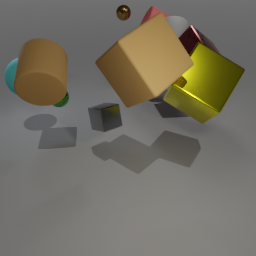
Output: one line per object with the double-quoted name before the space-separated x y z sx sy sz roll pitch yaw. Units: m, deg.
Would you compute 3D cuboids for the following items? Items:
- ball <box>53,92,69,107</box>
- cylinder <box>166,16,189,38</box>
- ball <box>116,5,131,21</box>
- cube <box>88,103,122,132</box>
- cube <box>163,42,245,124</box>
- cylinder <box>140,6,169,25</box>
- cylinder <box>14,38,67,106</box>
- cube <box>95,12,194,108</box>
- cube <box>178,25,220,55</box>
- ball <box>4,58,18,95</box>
"ball" -2.363 -1.057 9.558 0.700 0.700 0.700 0 29 0
"cylinder" 1.893 -3.724 11.879 1.400 1.400 1.400 1 -16 0
"ball" -0.212 -5.430 13.202 0.700 0.700 0.700 0 29 0
"cube" -0.689 -0.334 8.466 0.700 0.700 0.700 -21 20 -36
"cube" 1.991 -1.154 7.634 1.400 1.400 1.400 32 -10 4
"cylinder" 1.440 -4.955 13.669 1.400 1.400 1.400 24 24 -17
"cylinder" -2.477 -1.601 8.101 1.400 1.400 1.400 -3 54 -6
"cube" 0.357 -1.523 6.579 1.400 1.400 1.400 -41 12 -25
"cube" 2.538 -2.697 10.641 1.400 1.400 1.400 22 38 -35
"ball" -3.600 -1.784 9.894 1.400 1.400 1.400 0 29 0
